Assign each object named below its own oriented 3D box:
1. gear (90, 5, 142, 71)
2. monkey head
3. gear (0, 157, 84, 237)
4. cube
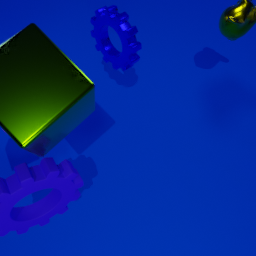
[{"bbox_3d":[-0.343,-2.309,7.306,0.302,1.632,1.632,-37,64,-28],"label":"gear"},{"bbox_3d":[2.989,-2.718,7.231,1.202,1.671,1.007,33,101,14],"label":"monkey head"},{"bbox_3d":[-1.752,1.309,5.225,1.839,1.839,0.340,-27,57,-16],"label":"gear"},{"bbox_3d":[-1.407,-0.490,4.352,1.298,1.298,1.298,-44,86,-12],"label":"cube"}]
